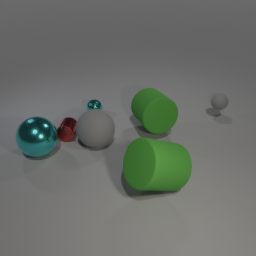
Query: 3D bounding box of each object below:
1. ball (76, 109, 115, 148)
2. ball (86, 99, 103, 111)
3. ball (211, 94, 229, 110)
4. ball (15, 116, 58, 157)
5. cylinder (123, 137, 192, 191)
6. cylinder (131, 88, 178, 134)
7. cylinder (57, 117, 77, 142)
[{"bbox_3d":[-1.168,0.017,10.114,1.400,1.400,1.400,0,33,0],"label":"ball"},{"bbox_3d":[-1.451,-0.888,12.112,0.700,0.700,0.700,0,33,0],"label":"ball"},{"bbox_3d":[3.857,-1.097,11.776,0.700,0.700,0.700,0,33,0],"label":"ball"},{"bbox_3d":[-3.132,0.301,9.663,1.400,1.400,1.400,0,33,0],"label":"ball"},{"bbox_3d":[0.813,1.039,7.842,1.400,1.400,1.400,11,22,-38],"label":"cylinder"},{"bbox_3d":[0.982,-0.682,10.677,1.400,1.400,1.400,-10,26,-15],"label":"cylinder"},{"bbox_3d":[-2.295,0.057,10.663,0.700,0.700,0.700,3,33,5],"label":"cylinder"}]
